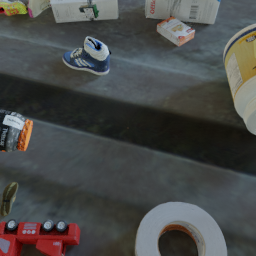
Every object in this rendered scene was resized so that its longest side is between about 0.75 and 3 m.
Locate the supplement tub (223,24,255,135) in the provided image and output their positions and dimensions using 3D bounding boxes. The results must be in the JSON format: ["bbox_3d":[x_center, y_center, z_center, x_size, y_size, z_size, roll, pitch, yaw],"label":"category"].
[{"bbox_3d":[3.865,-1.340,7.750,1.995,1.995,2.762,1,54,1],"label":"supplement tub"}]

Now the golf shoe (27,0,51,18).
[{"bbox_3d":[-3.381,-5.083,11.212,0.870,0.716,1.901,10,56,3],"label":"golf shoe"}]

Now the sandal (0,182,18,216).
[{"bbox_3d":[-2.826,1.695,6.695,0.323,0.217,0.805,3,69,9],"label":"sandal"}]

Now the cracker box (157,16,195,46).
[{"bbox_3d":[1.756,-3.585,10.343,0.796,0.343,1.189,-35,62,-22],"label":"cracker box"}]

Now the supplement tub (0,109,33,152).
[{"bbox_3d":[-1.995,0.009,4.183,1.003,0.615,0.615,13,54,-12],"label":"supplement tub"}]

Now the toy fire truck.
[{"bbox_3d":[-1.624,2.766,5.688,2.338,0.570,1.649,1,55,1],"label":"toy fire truck"}]

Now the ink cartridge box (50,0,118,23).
[{"bbox_3d":[-1.660,-5.169,10.830,2.467,1.040,1.802,-6,70,-4],"label":"ink cartridge box"}]

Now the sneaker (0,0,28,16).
[{"bbox_3d":[-4.576,-4.660,11.064,1.340,0.524,0.605,11,63,15],"label":"sneaker"}]

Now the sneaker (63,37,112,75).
[{"bbox_3d":[-1.383,-2.474,8.970,1.761,1.290,0.710,21,57,14],"label":"sneaker"}]

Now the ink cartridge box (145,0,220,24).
[{"bbox_3d":[2.077,-5.151,10.454,2.696,1.956,1.128,8,55,6],"label":"ink cartridge box"}]

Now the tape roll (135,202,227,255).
[{"bbox_3d":[1.063,2.514,5.847,1.841,0.608,1.841,0,55,-1],"label":"tape roll"}]
